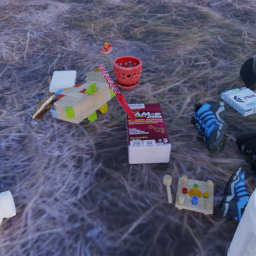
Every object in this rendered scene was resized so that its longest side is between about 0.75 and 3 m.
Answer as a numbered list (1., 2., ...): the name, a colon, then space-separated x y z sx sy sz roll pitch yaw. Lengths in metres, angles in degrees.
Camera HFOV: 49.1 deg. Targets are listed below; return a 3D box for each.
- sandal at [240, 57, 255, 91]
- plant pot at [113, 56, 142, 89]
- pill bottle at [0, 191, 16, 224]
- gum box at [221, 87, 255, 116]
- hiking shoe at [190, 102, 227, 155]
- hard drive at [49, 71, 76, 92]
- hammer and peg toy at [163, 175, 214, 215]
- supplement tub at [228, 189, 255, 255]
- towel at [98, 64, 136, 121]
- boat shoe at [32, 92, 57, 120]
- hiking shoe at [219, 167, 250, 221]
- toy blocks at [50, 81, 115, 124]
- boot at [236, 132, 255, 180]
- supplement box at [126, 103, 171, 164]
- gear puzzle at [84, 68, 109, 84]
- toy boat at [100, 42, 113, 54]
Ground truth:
1. sandal: 5.962 -2.511 13.495 0.602 0.945 2.515 33 42 -16
2. plant pot: -0.020 -2.572 13.148 1.317 1.199 1.317 0 40 0
3. pill bottle: -3.928 2.270 7.416 1.680 0.942 0.942 -16 42 -20
4. gum box: 5.051 -1.186 12.130 1.302 0.341 1.533 -15 42 -18
5. hiking shoe: 2.922 -0.008 10.269 1.290 1.107 2.976 4 29 17
6. hard drive: -3.125 -2.276 13.563 1.105 0.224 1.676 -3 39 -3
7. hammer and peg toy: 1.725 1.932 8.170 1.483 0.523 1.091 8 42 10
8. supplement tub: 3.171 2.447 6.023 1.587 2.405 1.587 0 39 0
9. towel: -0.366 -1.207 9.515 0.216 1.391 1.924 -32 50 1
10. boat shoe: -3.385 -0.908 11.144 1.315 0.486 0.486 -42 78 9
11. hiking shoe: 3.226 1.938 8.159 0.765 0.657 1.766 23 54 16
12. toy blocks: -2.132 -1.177 11.557 1.942 1.419 2.840 13 39 33
13. boot: 4.954 0.830 9.244 2.348 0.869 1.924 -12 38 -3
14. supplement box: 0.655 0.112 10.188 1.395 0.780 2.563 -2 38 -3
15. gear puzzle: -1.520 -2.469 13.804 1.145 0.289 2.210 -3 36 -1
16. toy boat: -1.256 -4.721 16.293 0.559 0.560 0.857 16 42 19
